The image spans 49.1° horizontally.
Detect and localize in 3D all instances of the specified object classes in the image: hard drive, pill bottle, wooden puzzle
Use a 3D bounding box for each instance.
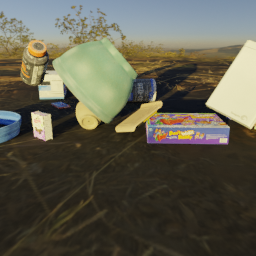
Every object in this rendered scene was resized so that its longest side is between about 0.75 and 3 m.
[{"bbox_3d":[3.645,-1.350,8.428,1.552,2.353,0.314,36,7,35],"label":"hard drive"},{"bbox_3d":[0.317,-1.759,13.128,1.883,1.071,1.071,-2,18,-4],"label":"pill bottle"},{"bbox_3d":[0.342,-0.311,8.671,1.332,0.248,1.232,-43,17,-23],"label":"wooden puzzle"},{"bbox_3d":[-3.248,-2.286,9.787,0.855,1.609,0.855,12,55,-19],"label":"pill bottle"}]

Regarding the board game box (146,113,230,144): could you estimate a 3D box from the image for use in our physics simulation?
[{"bbox_3d":[1.697,-0.018,8.522,2.273,0.509,1.528,0,18,1],"label":"board game box"}]

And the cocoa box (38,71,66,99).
[{"bbox_3d":[-3.845,-2.230,14.349,1.239,1.219,1.857,-3,18,-8],"label":"cocoa box"}]

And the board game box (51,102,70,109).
[{"bbox_3d":[-2.978,-0.995,12.314,0.502,0.095,0.975,-14,22,-33],"label":"board game box"}]

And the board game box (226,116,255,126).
[{"bbox_3d":[4.704,-0.705,9.091,1.768,1.074,2.218,-15,25,-36],"label":"board game box"}]

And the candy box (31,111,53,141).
[{"bbox_3d":[-2.540,-0.071,8.276,0.637,0.759,0.272,15,23,40],"label":"candy box"}]

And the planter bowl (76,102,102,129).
[{"bbox_3d":[-1.259,-0.376,9.194,0.977,0.977,0.657,0,44,1],"label":"planter bowl"}]

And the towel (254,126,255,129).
[{"bbox_3d":[5.526,-0.009,8.904,2.309,0.270,1.761,15,24,40],"label":"towel"}]

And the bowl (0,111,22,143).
[{"bbox_3d":[-4.549,0.018,8.426,2.575,0.505,2.575,0,18,0],"label":"bowl"}]

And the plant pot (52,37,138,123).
[{"bbox_3d":[-0.839,-1.762,9.213,1.822,2.719,2.719,-41,16,8],"label":"plant pot"}]
